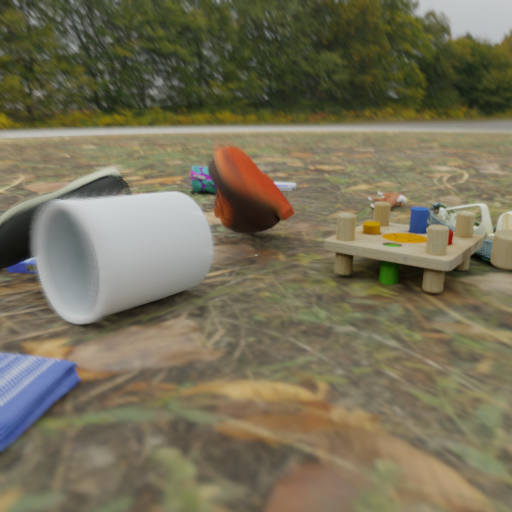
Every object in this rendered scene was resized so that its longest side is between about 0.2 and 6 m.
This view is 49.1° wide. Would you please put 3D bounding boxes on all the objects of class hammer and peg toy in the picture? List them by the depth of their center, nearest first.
[{"bbox_3d":[2.827,-0.138,8.972,2.907,1.025,2.138,11,18,32],"label":"hammer and peg toy"}]

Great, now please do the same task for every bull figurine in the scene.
[{"bbox_3d":[3.405,-1.434,14.533,0.714,0.383,1.176,9,17,32],"label":"bull figurine"}]

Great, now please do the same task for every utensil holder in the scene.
[{"bbox_3d":[-1.782,-0.076,7.724,1.602,1.602,1.885,14,21,40],"label":"utensil holder"}]

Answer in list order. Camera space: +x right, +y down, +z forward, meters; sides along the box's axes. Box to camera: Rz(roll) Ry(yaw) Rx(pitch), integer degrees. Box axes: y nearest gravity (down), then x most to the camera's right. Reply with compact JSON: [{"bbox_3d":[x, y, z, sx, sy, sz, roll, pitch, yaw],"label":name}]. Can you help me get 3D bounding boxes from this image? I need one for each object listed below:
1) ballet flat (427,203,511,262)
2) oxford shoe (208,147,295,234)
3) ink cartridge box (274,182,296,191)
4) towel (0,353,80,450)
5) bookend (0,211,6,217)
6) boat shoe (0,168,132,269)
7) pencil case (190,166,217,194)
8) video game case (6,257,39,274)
[{"bbox_3d":[4.158,-0.401,9.948,1.056,1.056,2.845,-12,20,-35],"label":"ballet flat"},{"bbox_3d":[-0.236,-0.965,10.277,1.257,1.233,3.465,-37,-17,9],"label":"oxford shoe"},{"bbox_3d":[0.813,-2.140,17.346,0.748,0.176,0.739,2,18,13],"label":"ink cartridge box"},{"bbox_3d":[-3.004,1.360,5.320,2.180,0.260,1.578,3,19,14],"label":"towel"},{"bbox_3d":[-5.118,-0.124,9.135,1.899,0.880,1.911,2,17,6],"label":"bookend"},{"bbox_3d":[-2.991,-0.459,8.472,2.431,0.889,0.762,-29,67,-14],"label":"boat shoe"},{"bbox_3d":[-0.942,-2.166,16.211,1.967,0.837,0.909,4,0,17],"label":"pencil case"},{"bbox_3d":[-3.679,0.097,9.601,0.859,0.195,0.779,2,17,6],"label":"video game case"}]
